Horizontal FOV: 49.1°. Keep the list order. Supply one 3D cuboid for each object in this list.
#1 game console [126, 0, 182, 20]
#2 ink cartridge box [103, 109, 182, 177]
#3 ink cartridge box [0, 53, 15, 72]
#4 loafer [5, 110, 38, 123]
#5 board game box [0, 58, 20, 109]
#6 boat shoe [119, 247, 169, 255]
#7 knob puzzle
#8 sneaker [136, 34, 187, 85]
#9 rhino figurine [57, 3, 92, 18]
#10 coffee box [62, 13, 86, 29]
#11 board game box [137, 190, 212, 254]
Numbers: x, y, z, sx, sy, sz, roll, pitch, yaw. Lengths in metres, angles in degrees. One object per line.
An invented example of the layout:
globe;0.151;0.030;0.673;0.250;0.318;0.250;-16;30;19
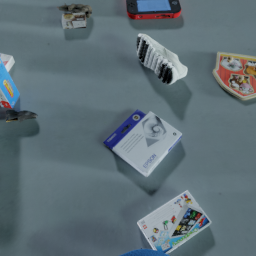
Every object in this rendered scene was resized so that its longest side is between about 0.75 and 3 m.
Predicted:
game console;1.157;-5.966;13.284;2.527;0.392;2.235;-2;58;-2
ink cartridge box;0.471;0.332;9.280;1.927;0.391;1.923;35;64;20
ink cartridge box;-5.194;-2.658;11.196;1.069;0.361;0.622;13;59;8
loafer;-3.707;-0.370;9.762;1.132;0.412;0.409;1;70;7
board game box;-5.322;-1.833;9.371;2.507;2.560;0.715;9;59;6
boat shoe;-0.048;3.572;7.010;2.400;0.824;1.010;-2;50;-3
knob puzzle;4.480;-2.072;10.828;2.577;0.357;2.577;0;58;0
sneaker;1.257;-2.768;11.021;1.082;1.003;2.669;-21;61;-28
rhino figurine;-2.455;-5.424;12.844;1.725;0.516;0.754;10;39;8
coffee box;-2.398;-4.789;12.516;1.029;0.411;0.582;-3;58;-2
board game box;1.291;2.665;7.847;1.759;0.304;1.110;-27;61;-16
